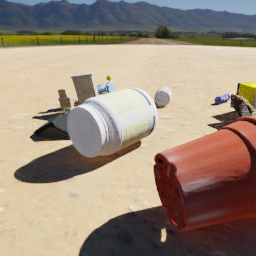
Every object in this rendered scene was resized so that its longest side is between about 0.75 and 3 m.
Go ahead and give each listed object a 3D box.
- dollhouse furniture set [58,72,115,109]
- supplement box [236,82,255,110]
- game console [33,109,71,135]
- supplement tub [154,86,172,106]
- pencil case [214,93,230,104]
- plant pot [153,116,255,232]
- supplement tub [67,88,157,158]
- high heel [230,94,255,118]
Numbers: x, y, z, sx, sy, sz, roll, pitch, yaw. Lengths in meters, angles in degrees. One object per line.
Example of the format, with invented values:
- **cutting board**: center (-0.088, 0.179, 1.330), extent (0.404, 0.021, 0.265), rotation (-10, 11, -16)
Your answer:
- **dollhouse furniture set**: center (-2.059, -2.217, 13.916), extent (2.239, 1.548, 2.372), rotation (-3, 27, 16)
- **supplement box**: center (6.022, -1.119, 12.156), extent (1.359, 1.350, 2.481), rotation (-7, 22, -17)
- **game console**: center (-2.538, -0.006, 10.952), extent (1.509, 0.998, 1.715), rotation (-26, 13, 19)
- **supplement tub**: center (1.810, -1.657, 14.282), extent (0.833, 0.833, 1.152), rotation (5, 23, 12)
- **pencil case**: center (4.916, -1.536, 14.525), extent (1.026, 0.445, 0.400), rotation (-20, 48, -40)
- **plant pot**: center (1.773, 1.038, 5.837), extent (2.114, 2.174, 2.174), rotation (-13, 24, -12)
- **supplement tub**: center (-0.466, -0.213, 9.111), extent (1.863, 1.863, 2.569), rotation (18, 27, 38)
- **high heel**: center (4.395, -0.668, 10.851), extent (1.640, 0.821, 2.301), rotation (47, 28, 17)
